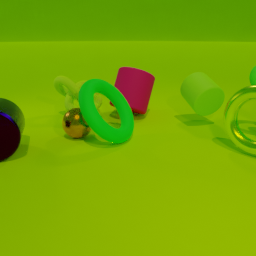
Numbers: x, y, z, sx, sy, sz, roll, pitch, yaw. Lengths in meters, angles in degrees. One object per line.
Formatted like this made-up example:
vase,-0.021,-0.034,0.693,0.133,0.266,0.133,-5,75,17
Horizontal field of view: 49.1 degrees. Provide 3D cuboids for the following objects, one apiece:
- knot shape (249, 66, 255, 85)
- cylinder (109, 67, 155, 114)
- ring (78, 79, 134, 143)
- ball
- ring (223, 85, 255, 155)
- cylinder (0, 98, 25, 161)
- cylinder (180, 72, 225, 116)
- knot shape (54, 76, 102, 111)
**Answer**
knot shape,4.210,-1.044,7.033,0.945,2.046,1.915,15,-24,-41
cylinder,0.148,-1.276,9.716,1.320,1.320,1.320,15,-3,1
ring,-0.539,-0.478,7.556,0.384,1.918,1.918,-31,2,31
ball,-1.402,-0.140,7.800,0.858,0.858,0.858,0,19,0
ring,2.993,-0.165,6.475,0.333,1.664,1.664,-16,25,-40
cylinder,-3.195,0.011,6.734,1.262,1.262,1.262,-5,19,-14
cylinder,2.303,-1.070,8.747,1.021,1.021,1.021,-6,39,-16
knot shape,-1.718,-1.133,9.441,1.750,0.864,1.870,32,20,-8
